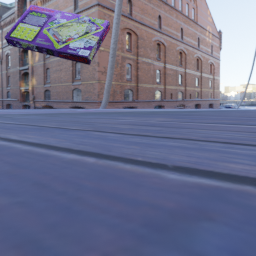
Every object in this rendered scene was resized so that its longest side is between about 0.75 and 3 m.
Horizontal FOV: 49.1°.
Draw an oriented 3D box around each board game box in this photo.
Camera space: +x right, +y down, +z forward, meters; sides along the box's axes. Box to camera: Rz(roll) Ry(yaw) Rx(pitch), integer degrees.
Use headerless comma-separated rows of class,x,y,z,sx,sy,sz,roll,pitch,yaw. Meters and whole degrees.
board game box,-1.882,-2.573,7.595,2.448,1.469,0.395,16,-25,12
